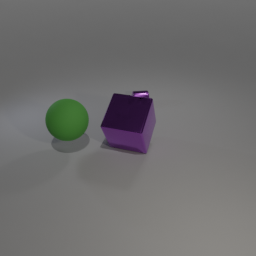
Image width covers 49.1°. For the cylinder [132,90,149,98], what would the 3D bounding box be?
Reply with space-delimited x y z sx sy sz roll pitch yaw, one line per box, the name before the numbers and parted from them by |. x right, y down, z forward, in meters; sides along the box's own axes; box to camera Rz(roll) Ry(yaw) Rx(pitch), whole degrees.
cylinder | 0.568 -1.359 12.879 0.700 0.700 0.700 -4 30 -8

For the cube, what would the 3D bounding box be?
cube | 0.073 -0.152 9.539 1.400 1.400 1.400 10 61 17

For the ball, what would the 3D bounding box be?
ball | -1.998 -0.266 9.233 1.400 1.400 1.400 0 29 0
